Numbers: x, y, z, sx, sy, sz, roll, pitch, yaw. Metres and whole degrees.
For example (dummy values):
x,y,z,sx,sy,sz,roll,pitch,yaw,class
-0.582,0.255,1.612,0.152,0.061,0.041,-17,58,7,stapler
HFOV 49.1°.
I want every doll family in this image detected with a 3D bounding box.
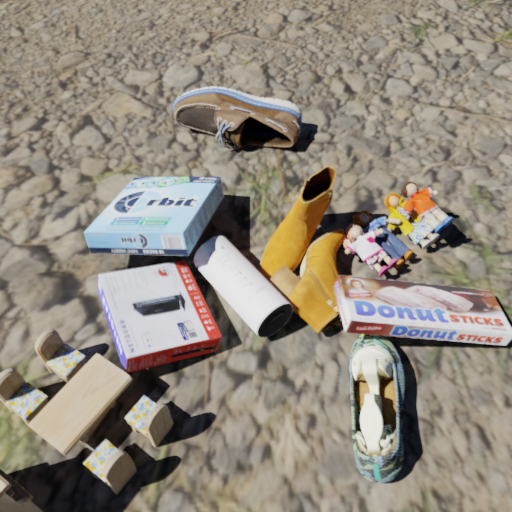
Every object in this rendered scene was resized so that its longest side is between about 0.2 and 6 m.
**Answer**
x,y,z,sx,sy,sz,roll,pitch,yaw,class
2.801,-0.552,11.682,2.321,1.046,1.441,-36,68,-6,doll family

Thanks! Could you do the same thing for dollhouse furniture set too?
x,y,z,sx,sy,sz,roll,pitch,yaw,class
-3.151,2.604,8.530,2.521,1.786,2.745,28,58,20,dollhouse furniture set

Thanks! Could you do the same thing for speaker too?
x,y,z,sx,sy,sz,roll,pitch,yaw,class
-0.268,0.561,10.689,0.864,0.864,2.127,-32,57,-22,speaker

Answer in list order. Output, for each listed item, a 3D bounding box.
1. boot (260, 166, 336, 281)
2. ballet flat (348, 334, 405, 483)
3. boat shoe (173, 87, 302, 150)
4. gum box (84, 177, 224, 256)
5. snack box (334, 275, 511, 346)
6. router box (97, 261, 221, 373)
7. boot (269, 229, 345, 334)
x,y,z,sx,sy,sz,roll,pitch,yaw,class
0.789,-0.641,10.929,0.791,1.609,2.248,31,70,11,boot
1.979,2.283,9.269,1.003,1.003,2.703,1,51,1,ballet flat
-0.492,-3.258,13.550,3.195,1.154,1.156,4,54,3,boat shoe
-1.984,-0.878,11.410,2.057,0.539,2.421,1,33,15,gum box
3.022,0.993,10.184,3.132,0.381,1.126,6,42,-11,snack box
-1.812,1.053,10.291,1.741,0.474,1.940,-10,50,-27,router box
1.458,0.500,10.971,2.144,0.755,1.535,-36,70,-29,boot
